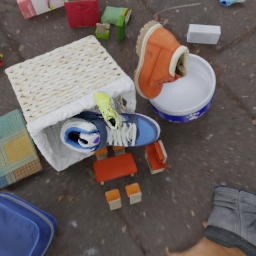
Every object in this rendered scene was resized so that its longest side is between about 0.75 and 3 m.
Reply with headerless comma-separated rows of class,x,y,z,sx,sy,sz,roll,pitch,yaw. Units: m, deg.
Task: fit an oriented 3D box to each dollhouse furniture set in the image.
dollhouse furniture set,0.031,0.985,7.766,1.942,1.011,1.963,-14,62,-8
dollhouse furniture set,-0.533,-4.226,10.600,1.068,0.818,1.631,13,65,6

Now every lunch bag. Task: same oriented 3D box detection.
lunch bag,-3.080,2.612,7.097,2.226,1.473,1.512,26,82,9

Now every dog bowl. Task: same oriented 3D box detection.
dog bowl,1.660,-1.276,8.943,2.135,0.841,2.135,-5,66,11

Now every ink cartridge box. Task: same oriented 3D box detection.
ink cartridge box,-3.225,-5.547,11.192,2.560,0.864,1.491,-23,67,-9

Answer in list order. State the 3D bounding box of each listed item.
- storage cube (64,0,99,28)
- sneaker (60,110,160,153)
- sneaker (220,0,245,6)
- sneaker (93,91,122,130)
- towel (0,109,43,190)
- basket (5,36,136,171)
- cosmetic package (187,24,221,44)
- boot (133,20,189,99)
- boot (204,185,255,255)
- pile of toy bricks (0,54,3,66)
storage cube,-1.721,-4.723,10.606,1.178,1.239,1.379,-5,64,-2
sneaker,-0.457,0.220,7.039,2.437,0.982,1.784,10,21,6
sneaker,4.186,-5.123,11.310,1.024,0.388,0.538,14,78,14
sneaker,-0.428,-0.390,6.188,0.371,0.376,0.984,-31,104,11
towel,-3.770,0.670,8.630,1.690,0.250,2.305,-26,68,-11
basket,-1.451,-0.666,7.909,2.769,2.744,2.227,-26,66,-12
cosmetic package,2.798,-3.479,10.400,1.108,0.562,0.395,5,65,2
boot,0.883,-1.429,7.409,1.319,2.460,0.923,39,66,22
boot,3.399,2.568,7.477,2.503,0.873,1.648,24,62,6
pile of toy bricks,-5.720,-2.991,9.833,1.297,1.458,2.628,-43,74,6
